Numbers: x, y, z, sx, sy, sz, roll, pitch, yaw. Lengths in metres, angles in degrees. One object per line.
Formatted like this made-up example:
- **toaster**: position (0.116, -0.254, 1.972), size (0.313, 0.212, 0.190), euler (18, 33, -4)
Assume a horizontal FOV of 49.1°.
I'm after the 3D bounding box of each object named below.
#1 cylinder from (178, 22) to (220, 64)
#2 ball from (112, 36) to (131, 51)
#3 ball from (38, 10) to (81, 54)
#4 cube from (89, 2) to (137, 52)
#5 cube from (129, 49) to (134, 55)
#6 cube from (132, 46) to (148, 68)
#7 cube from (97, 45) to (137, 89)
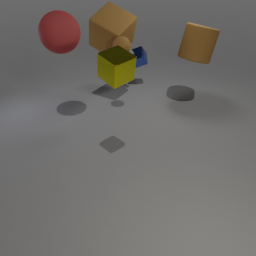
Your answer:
- **cylinder**: position (2.964, -3.573, 11.809), size (1.400, 1.400, 1.400), euler (12, 23, -5)
- **ball**: position (-0.244, -3.064, 10.463), size (0.700, 0.700, 0.700), euler (0, 30, 0)
- **ball**: position (-2.309, -3.227, 9.467), size (1.400, 1.400, 1.400), euler (0, 30, 0)
- **cube**: position (-0.645, -3.972, 11.505), size (1.400, 1.400, 1.400), euler (33, 63, 10)
- **cube**: position (-0.259, -3.487, 13.422), size (0.700, 0.700, 0.700), euler (-28, 70, -35)
- **cube**: position (0.545, -3.644, 14.411), size (0.700, 0.700, 0.700), euler (-13, 66, 24)
- **cube**: position (-0.292, -1.549, 7.079), size (0.700, 0.700, 0.700), euler (-31, 56, -32)
